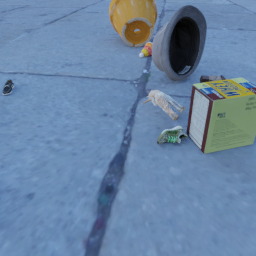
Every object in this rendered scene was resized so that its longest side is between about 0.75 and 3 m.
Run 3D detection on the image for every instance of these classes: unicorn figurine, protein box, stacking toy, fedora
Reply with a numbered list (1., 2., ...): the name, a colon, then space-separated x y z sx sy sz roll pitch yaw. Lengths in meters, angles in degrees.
1. unicorn figurine: 1.095 -0.758 8.419 1.213 0.652 1.766 39 -3 6
2. protein box: 2.459 -0.344 7.210 1.496 1.507 1.016 -9 33 -15
3. stacking toy: 0.890 -3.692 13.598 0.652 0.652 0.892 25 58 34
4. fedora: 1.827 -3.232 10.896 2.437 2.756 1.244 3 12 -43

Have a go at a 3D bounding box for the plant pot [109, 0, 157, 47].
1. plant pot: 0.361 -5.787 15.186 2.708 2.708 2.479 -3 48 -4

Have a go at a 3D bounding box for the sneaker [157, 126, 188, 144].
1. sneaker: 1.196 0.244 7.408 0.959 0.369 0.425 -21 46 -27

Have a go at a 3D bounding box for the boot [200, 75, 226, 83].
1. boot: 3.078 -1.214 9.533 1.236 0.594 1.690 15 52 -4

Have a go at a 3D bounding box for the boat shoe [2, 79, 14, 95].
1. boat shoe: -4.372 -1.492 10.211 0.342 0.279 0.926 -2 32 -3
